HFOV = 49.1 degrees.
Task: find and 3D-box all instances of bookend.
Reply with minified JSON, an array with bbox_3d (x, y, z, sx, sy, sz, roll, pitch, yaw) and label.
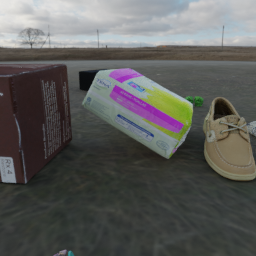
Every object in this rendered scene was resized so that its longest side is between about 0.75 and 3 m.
[{"bbox_3d":[-1.156,-2.634,15.480,2.220,1.023,2.206,14,22,39],"label":"bookend"}]

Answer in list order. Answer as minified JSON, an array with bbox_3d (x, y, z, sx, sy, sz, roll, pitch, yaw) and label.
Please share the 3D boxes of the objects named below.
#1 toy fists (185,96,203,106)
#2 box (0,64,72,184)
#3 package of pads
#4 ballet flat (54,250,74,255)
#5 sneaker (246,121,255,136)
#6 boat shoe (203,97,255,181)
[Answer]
[{"bbox_3d":[2.673,-1.090,11.386,0.772,0.394,0.266,1,16,6],"label":"toy fists"},{"bbox_3d":[-2.555,-0.295,5.926,1.962,1.982,2.389,3,17,10],"label":"box"},{"bbox_3d":[0.493,-0.552,6.994,2.295,1.013,2.971,30,18,4],"label":"package of pads"},{"bbox_3d":[-0.606,1.584,2.514,0.438,0.425,1.231,-24,18,-14],"label":"ballet flat"},{"bbox_3d":[3.534,0.098,7.437,0.440,0.398,1.032,-15,22,-31],"label":"sneaker"},{"bbox_3d":[2.113,0.120,6.060,0.916,0.829,2.570,2,29,2],"label":"boat shoe"}]
